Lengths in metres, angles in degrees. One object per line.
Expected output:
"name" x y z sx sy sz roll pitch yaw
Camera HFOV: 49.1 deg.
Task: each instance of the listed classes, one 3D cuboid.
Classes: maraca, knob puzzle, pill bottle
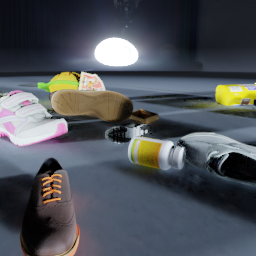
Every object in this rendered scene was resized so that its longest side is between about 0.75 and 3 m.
"maraca" -3.014 -1.907 13.260 2.611 1.397 1.790 1 -11 24
"knob puzzle" -1.562 -1.626 12.008 1.544 1.544 0.214 7 13 27
"pill bottle" 0.556 0.487 5.324 1.000 0.555 0.555 9 16 30

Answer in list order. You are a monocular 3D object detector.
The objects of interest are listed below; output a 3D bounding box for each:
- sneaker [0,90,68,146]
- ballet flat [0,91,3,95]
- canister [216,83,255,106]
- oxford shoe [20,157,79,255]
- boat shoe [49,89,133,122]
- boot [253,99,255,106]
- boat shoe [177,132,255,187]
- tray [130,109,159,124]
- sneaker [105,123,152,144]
"sneaker" -2.708 -0.322 7.176 2.767 1.220 1.125 8 16 30
"ballet flat" -4.494 -0.772 9.487 1.050 0.972 2.977 -4 15 -31
"canister" 5.282 -1.519 12.643 2.172 0.940 1.613 -2 14 -5
"oxford shoe" -0.977 0.904 3.409 0.655 0.667 1.840 -4 15 -17
"boat shoe" -1.005 -0.703 7.865 2.410 0.870 0.868 1 16 -30
"boot" 5.869 -0.994 11.115 1.031 0.547 1.567 0 -4 -20
"boat shoe" 1.693 0.532 4.862 1.978 0.690 0.704 13 14 32
"tray" 0.515 -0.393 9.421 0.532 0.200 1.078 -22 21 -23
"sneaker" -0.061 0.114 7.157 1.332 0.443 0.603 -7 11 -33
